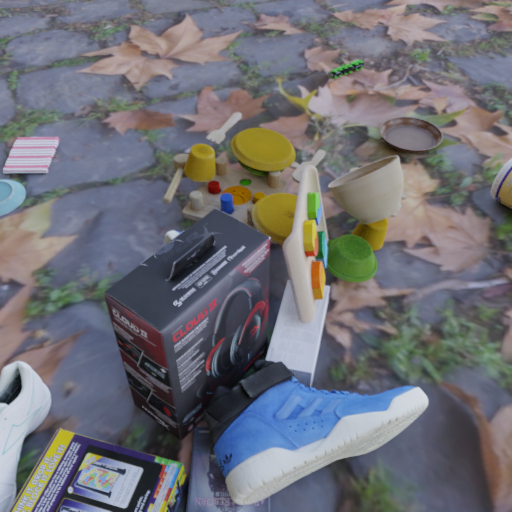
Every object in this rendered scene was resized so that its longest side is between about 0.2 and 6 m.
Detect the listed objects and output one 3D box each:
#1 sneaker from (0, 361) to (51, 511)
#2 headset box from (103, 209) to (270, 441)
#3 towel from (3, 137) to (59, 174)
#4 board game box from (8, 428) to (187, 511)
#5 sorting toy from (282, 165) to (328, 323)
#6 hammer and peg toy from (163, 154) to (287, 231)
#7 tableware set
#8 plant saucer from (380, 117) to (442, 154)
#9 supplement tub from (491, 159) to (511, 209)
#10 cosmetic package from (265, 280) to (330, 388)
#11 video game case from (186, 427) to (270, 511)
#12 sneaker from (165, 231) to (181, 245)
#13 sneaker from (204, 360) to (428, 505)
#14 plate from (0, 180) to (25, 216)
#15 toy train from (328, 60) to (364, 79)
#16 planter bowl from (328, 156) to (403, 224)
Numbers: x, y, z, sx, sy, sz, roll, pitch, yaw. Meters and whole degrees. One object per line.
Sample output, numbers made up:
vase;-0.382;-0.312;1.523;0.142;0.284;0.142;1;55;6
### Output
sneaker;-3.881;2.770;8.139;0.960;1.094;2.731;4;46;2
headset box;-0.905;0.961;8.540;1.157;3.084;2.292;28;50;26
towel;-5.692;-2.547;14.253;1.090;0.223;1.490;-1;46;-1
board game box;-2.294;3.739;7.415;2.011;0.690;2.433;11;45;13
sorting toy;0.982;-0.217;9.816;0.392;1.987;2.147;0;43;18
hammer and peg toy;-0.817;-1.319;12.467;2.613;0.922;1.922;14;47;14
tableware set;0.689;-1.280;12.117;4.803;0.737;3.236;28;48;11
plant saucer;4.083;-3.160;14.828;1.623;0.260;1.623;-1;44;1
supplement tub;6.178;-1.419;12.414;1.115;1.115;1.533;-31;52;-28
cosmetic package;0.756;1.342;10.001;0.824;0.506;1.997;10;45;10
video game case;-0.396;3.305;8.245;1.182;0.157;1.654;0;43;0
sneaker;-0.749;0.079;11.066;1.286;0.887;2.311;-27;45;-30
sneaker;0.841;2.198;8.493;3.311;1.271;1.842;-19;55;-16
plate;-6.154;-1.391;13.057;1.459;0.186;1.459;0;45;0
toy train;2.818;-5.891;17.643;1.358;0.283;0.383;-27;40;-25
planter bowl;2.289;-1.232;11.111;1.464;0.985;1.464;-23;11;5
